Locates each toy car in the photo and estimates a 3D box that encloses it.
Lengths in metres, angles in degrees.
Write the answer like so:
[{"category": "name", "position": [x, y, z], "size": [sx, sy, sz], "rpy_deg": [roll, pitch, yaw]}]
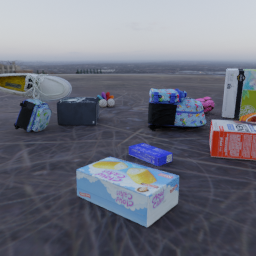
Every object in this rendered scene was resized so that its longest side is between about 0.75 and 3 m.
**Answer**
[{"category": "toy car", "position": [-1.338, -1.683, 16.313], "size": [1.122, 0.842, 0.982], "rpy_deg": [-6, 16, -23]}]

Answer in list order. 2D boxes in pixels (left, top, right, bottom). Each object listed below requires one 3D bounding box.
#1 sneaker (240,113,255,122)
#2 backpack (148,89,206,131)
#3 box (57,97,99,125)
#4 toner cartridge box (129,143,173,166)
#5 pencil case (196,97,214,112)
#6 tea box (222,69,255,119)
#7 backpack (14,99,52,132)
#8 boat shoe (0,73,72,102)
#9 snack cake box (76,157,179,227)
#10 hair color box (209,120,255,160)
[{"category": "sneaker", "position": [5.588, -0.447, 11.698], "size": [1.969, 0.719, 0.760], "rpy_deg": [-3, 13, -16]}, {"category": "backpack", "position": [1.982, -0.759, 11.276], "size": [2.295, 1.544, 2.095], "rpy_deg": [3, 14, 7]}, {"category": "box", "position": [-2.148, -0.778, 12.401], "size": [1.663, 1.031, 1.635], "rpy_deg": [-1, 16, -2]}, {"category": "toner cartridge box", "position": [0.618, 0.731, 7.919], "size": [0.574, 0.261, 1.208], "rpy_deg": [-10, 18, -39]}, {"category": "pencil case", "position": [3.422, -1.124, 14.066], "size": [2.025, 0.919, 0.949], "rpy_deg": [-10, -16, -30]}, {"category": "tea box", "position": [5.663, -1.615, 13.160], "size": [2.197, 2.233, 1.492], "rpy_deg": [5, 15, 19]}, {"category": "backpack", "position": [-3.596, -0.483, 10.974], "size": [0.975, 1.215, 1.327], "rpy_deg": [24, 15, 4]}, {"category": "boat shoe", "position": [-3.783, -1.713, 11.063], "size": [3.012, 1.113, 1.284], "rpy_deg": [8, 1, -8]}, {"category": "snack cake box", "position": [-0.041, 1.154, 5.522], "size": [1.813, 0.609, 1.043], "rpy_deg": [11, 17, 38]}, {"category": "hair color box", "position": [3.832, 0.351, 8.227], "size": [2.698, 0.862, 1.496], "rpy_deg": [5, 14, 13]}]
